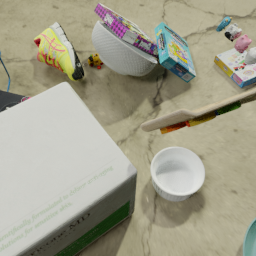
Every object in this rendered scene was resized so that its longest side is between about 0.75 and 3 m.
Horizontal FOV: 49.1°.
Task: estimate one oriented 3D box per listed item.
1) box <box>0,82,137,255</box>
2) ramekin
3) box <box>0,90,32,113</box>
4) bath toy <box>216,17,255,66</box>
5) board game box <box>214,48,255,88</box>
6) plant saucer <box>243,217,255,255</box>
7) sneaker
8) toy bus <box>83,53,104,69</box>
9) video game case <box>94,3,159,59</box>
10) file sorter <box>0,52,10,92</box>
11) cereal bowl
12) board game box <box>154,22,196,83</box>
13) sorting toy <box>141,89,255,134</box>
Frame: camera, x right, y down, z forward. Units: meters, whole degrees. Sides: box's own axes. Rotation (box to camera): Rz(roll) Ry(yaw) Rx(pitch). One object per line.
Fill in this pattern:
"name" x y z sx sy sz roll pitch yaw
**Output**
"box" -1.785 1.210 6.366 2.980 2.566 2.995 -31 60 -20
"ramekin" 1.284 1.269 7.490 1.407 0.686 1.407 0 54 0
"box" -3.367 -0.223 8.292 2.063 1.094 1.261 13 56 10
"bath toy" 2.679 -2.043 6.742 0.582 0.495 1.338 -23 72 -38
"board game box" 4.104 -2.258 10.210 1.194 0.315 1.561 -23 58 -15
"plant saucer" 3.857 3.125 6.312 2.626 0.472 2.626 0 55 0
"sneaker" -2.538 -2.553 10.059 1.334 1.155 2.955 -28 53 -8
"toy bus" -1.216 -2.570 10.388 0.717 0.393 0.760 25 58 17
"video game case" 0.086 -3.487 10.143 2.092 0.413 2.308 12 33 -44
"file sorter" -5.121 -1.500 9.080 2.111 1.295 1.465 -5 55 -4
"cereal bowl" -0.246 -2.537 9.560 2.412 1.004 2.412 31 22 -14
"board game box" 1.661 -2.702 9.945 1.417 0.440 1.877 25 46 -35
"sorting toy" 1.215 -0.221 4.778 1.613 1.493 0.294 -15 88 -25
